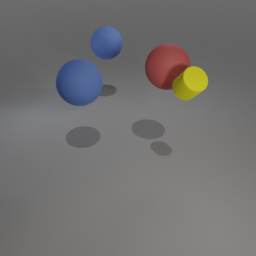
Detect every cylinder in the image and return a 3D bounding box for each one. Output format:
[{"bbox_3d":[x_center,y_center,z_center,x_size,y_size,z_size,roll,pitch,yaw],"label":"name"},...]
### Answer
[{"bbox_3d":[1.633,-1.170,7.424,0.700,0.700,0.700,-12,-10,-19],"label":"cylinder"}]

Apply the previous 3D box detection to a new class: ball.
[{"bbox_3d":[1.222,-1.881,8.642,1.400,1.400,1.400,0,32,0],"label":"ball"},{"bbox_3d":[-0.939,-3.720,12.291,1.400,1.400,1.400,0,32,0],"label":"ball"},{"bbox_3d":[-1.467,-1.365,8.476,1.400,1.400,1.400,0,32,0],"label":"ball"}]
